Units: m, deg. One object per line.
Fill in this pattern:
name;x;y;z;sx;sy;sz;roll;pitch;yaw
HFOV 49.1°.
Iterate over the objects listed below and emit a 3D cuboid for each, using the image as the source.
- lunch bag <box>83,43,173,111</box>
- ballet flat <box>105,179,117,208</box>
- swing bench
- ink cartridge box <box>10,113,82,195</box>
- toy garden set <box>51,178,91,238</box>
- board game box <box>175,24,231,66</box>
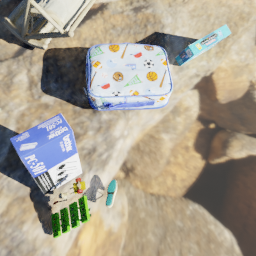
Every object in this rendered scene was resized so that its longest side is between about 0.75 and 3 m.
lunch bag;-0.039;-1.575;9.024;2.825;1.067;2.263;-3;67;-5
ballet flat;-0.450;1.829;7.751;0.277;0.277;0.797;12;58;5
swing bench;-2.500;-4.214;9.559;1.699;2.619;2.605;43;63;-30
ink cartridge box;-1.906;0.775;7.028;1.227;2.610;0.577;-30;66;-19
toy garden set;-1.506;2.103;7.420;1.411;0.282;1.176;-35;54;29
board game box;2.505;-2.779;9.498;1.569;1.185;0.368;-32;92;-13
